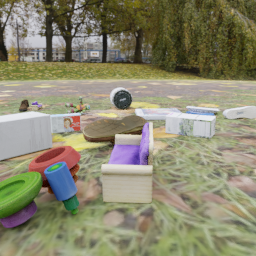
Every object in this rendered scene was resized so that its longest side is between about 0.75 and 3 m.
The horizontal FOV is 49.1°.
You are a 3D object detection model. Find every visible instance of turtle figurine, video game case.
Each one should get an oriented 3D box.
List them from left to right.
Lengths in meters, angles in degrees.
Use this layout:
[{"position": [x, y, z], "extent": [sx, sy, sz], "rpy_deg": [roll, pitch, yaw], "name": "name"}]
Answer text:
[{"position": [-2.616, -1.152, 14.694], "extent": [1.309, 0.971, 1.350], "rpy_deg": [-8, 11, -15], "name": "turtle figurine"}, {"position": [1.571, -0.729, 14.370], "extent": [2.286, 0.263, 2.083], "rpy_deg": [0, 13, -2], "name": "video game case"}]

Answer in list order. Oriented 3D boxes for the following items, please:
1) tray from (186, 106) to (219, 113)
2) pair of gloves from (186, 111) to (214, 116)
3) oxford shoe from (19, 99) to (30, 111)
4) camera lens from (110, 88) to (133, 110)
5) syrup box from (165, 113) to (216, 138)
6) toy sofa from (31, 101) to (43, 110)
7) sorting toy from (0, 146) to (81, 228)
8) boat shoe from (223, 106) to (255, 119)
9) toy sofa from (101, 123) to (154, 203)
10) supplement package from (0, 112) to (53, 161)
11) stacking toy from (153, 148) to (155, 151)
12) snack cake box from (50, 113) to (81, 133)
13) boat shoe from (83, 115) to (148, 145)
[{"position": [4.051, -0.993, 15.235], "extent": [1.711, 0.190, 0.919], "rpy_deg": [7, 11, 14], "name": "tray"}, {"position": [3.748, -0.754, 14.697], "extent": [1.239, 0.176, 1.541], "rpy_deg": [0, 13, -3], "name": "pair of gloves"}, {"position": [-6.081, -1.337, 16.267], "extent": [0.488, 0.567, 1.344], "rpy_deg": [-3, 23, -9], "name": "oxford shoe"}, {"position": [-0.428, -1.787, 16.831], "extent": [1.228, 1.228, 1.536], "rpy_deg": [-2, 12, -10], "name": "camera lens"}, {"position": [2.343, -0.121, 10.602], "extent": [1.763, 0.694, 0.718], "rpy_deg": [7, 19, 29], "name": "syrup box"}, {"position": [-5.409, -1.335, 16.654], "extent": [0.378, 0.445, 0.912], "rpy_deg": [0, 12, 2], "name": "toy sofa"}, {"position": [-1.510, 1.160, 5.088], "extent": [1.367, 0.934, 2.274], "rpy_deg": [-10, 18, 30], "name": "sorting toy"}, {"position": [5.598, -0.743, 13.851], "extent": [1.792, 0.645, 0.614], "rpy_deg": [-11, 14, -3], "name": "boat shoe"}, {"position": [0.061, 0.630, 6.340], "extent": [0.995, 1.173, 2.404], "rpy_deg": [1, 14, 4], "name": "toy sofa"}, {"position": [-3.387, 0.187, 8.400], "extent": [1.100, 1.096, 1.875], "rpy_deg": [11, 16, 40], "name": "supplement package"}, {"position": [0.204, 0.434, 8.135], "extent": [0.818, 0.255, 1.085], "rpy_deg": [30, -7, -19], "name": "stacking toy"}, {"position": [-2.465, -0.205, 11.109], "extent": [1.170, 0.673, 0.393], "rpy_deg": [-5, 14, -21], "name": "snack cake box"}, {"position": [-0.386, 0.187, 9.201], "extent": [2.410, 0.814, 0.867], "rpy_deg": [-11, 39, -38], "name": "boat shoe"}]
